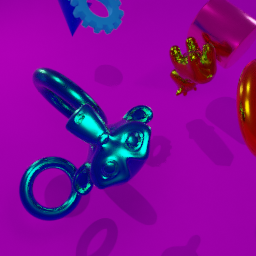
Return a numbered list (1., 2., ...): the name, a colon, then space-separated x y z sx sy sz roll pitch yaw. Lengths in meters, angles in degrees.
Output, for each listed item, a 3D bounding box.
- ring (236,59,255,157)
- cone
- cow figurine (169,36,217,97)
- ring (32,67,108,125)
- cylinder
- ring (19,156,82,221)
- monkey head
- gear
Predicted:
1. ring: 2.497 -0.323 5.050 0.375 1.877 1.877 -6 44 46
2. cone: -1.714 -3.427 8.797 1.083 1.087 1.083 8 24 -3
3. cow figurine: 1.656 -1.409 7.135 0.940 1.684 1.712 -30 34 -7
4. ring: -1.174 -0.521 5.718 1.826 1.826 0.365 32 74 19
5. cylinder: 2.488 -2.479 7.322 1.349 1.349 1.349 -39 72 -22
6. ring: -1.541 1.222 5.723 1.297 0.259 1.297 6 76 -27
7. monkey head: -0.307 0.229 4.183 1.308 1.096 1.818 42 84 -8
8. gear: -0.630 -2.517 5.884 1.105 0.204 1.105 10 69 -26
